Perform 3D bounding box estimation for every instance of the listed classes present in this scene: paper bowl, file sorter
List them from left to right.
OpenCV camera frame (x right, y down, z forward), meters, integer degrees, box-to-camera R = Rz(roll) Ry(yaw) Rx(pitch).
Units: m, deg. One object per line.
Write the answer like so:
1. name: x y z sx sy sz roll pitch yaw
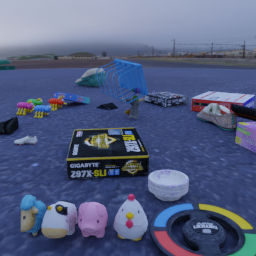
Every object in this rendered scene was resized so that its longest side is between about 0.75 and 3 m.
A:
1. file sorter: -0.321 -2.133 12.877 1.293 1.463 2.108 -31 33 -23
2. paper bowl: 0.866 1.259 6.063 0.862 0.448 0.862 0 16 0

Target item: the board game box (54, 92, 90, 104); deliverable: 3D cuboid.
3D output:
1. board game box: -3.217 -1.722 16.120 1.268 0.375 1.667 10 3 34

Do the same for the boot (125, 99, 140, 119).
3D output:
1. boot: 0.158 -0.869 12.587 0.749 0.824 0.299 15 4 2

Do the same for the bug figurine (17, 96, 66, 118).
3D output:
1. bug figurine: -4.421 -1.153 14.261 2.086 0.692 2.690 1 16 6

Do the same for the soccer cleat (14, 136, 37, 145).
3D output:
1. soccer cleat: -3.451 0.399 9.443 0.753 0.292 0.261 -2 16 -4

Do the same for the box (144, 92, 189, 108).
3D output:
1. box: 2.237 -1.722 16.569 1.687 0.532 2.139 -10 18 -31

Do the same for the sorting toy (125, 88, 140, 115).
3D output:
1. sorting toy: 0.156 -1.171 12.910 0.489 1.421 0.493 -2 25 -31

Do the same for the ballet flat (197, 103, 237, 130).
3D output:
1. ballet flat: 3.801 -0.601 12.000 0.853 0.843 2.507 -5 16 -18

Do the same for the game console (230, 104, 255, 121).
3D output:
1. game console: 5.301 -0.444 10.612 2.550 0.396 2.255 17 1 29

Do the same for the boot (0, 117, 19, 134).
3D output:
1. boot: -4.883 -0.110 10.872 0.988 0.497 1.321 -1 16 -3

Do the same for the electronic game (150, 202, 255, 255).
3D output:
1. electronic game: 1.241 1.718 4.578 1.756 0.365 1.756 0 16 0

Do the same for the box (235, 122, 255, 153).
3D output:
1. box: 4.538 0.290 8.990 1.531 0.740 1.347 -5 16 -14

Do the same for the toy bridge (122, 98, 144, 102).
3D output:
1. toy bridge: 0.480 -1.751 17.274 1.641 0.223 0.552 -3 19 -12

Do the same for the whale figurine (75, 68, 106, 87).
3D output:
1. whale figurine: -3.190 -4.125 24.257 2.828 1.467 2.250 -19 0 30

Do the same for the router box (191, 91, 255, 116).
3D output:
1. router box: 5.097 -1.349 14.914 2.573 0.700 2.867 10 19 33

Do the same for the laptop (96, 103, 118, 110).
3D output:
1. laptop: -1.137 -1.108 15.304 0.776 0.452 0.875 -16 -4 -46

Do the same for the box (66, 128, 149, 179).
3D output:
1. box: -0.614 0.624 8.050 2.050 0.634 2.568 0 15 -6

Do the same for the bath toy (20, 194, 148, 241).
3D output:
1. bath toy: -0.695 1.478 4.728 2.071 0.765 0.900 1 16 2
